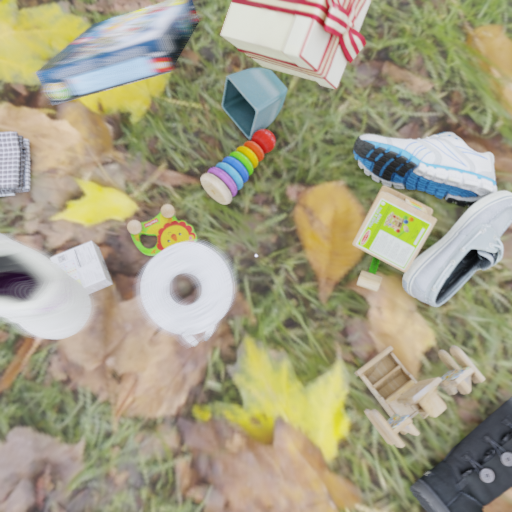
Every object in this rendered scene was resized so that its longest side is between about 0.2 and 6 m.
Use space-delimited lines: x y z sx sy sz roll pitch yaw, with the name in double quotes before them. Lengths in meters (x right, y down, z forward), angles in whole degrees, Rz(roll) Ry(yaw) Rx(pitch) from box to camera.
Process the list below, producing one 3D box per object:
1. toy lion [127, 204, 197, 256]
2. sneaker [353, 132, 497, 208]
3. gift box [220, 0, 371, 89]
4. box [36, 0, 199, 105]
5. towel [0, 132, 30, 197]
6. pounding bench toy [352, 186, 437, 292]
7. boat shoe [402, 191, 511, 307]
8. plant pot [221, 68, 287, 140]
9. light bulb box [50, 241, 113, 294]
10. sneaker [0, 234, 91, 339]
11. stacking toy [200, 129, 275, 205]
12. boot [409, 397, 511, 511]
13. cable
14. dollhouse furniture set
"toy lion" -1.757 -0.357 10.798 1.134 0.389 1.087 -26 84 -7
"sneaker" 3.314 -1.929 10.946 2.879 1.079 1.247 18 69 -4
"gift box" 0.705 -3.637 8.240 1.676 1.657 1.795 26 105 26
"box" -2.137 -3.501 9.281 1.971 0.544 2.885 -12 34 13
"towel" -5.259 -1.789 11.007 1.499 0.641 1.241 -5 75 -1
"pounding bench toy" 2.396 -0.274 10.350 1.061 1.332 1.708 28 107 7
"boat shoe" 3.953 -0.063 10.231 2.720 0.949 0.969 -41 43 -5
"plant pot" 0.031 -3.168 11.256 1.014 0.995 0.992 -35 77 -21
"light bulb box" -3.267 0.288 10.495 0.837 0.522 0.830 -22 76 -5
"sneaker" -3.488 -0.023 6.890 3.007 1.498 1.126 22 70 4
"stacking toy" -0.261 -1.844 11.018 0.748 0.748 1.753 40 74 10
"boot" 4.158 3.897 9.426 2.464 0.809 2.031 -35 79 -14
"cable" -1.051 0.505 8.548 1.382 0.478 1.382 34 77 -4
"dollhouse furniture set" 2.465 2.127 9.310 1.688 1.838 1.196 -36 77 -9
